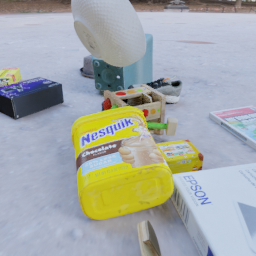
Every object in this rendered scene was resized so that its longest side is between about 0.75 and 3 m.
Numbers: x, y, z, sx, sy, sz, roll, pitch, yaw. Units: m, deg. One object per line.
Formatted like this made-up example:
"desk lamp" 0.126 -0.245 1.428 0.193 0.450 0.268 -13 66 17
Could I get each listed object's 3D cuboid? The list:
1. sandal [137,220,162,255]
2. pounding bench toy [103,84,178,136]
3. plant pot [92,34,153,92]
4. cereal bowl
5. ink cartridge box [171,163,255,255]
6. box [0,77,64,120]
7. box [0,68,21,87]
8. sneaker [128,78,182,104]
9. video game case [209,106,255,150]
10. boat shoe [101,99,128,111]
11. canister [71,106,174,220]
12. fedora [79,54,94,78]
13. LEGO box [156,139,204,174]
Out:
"sandal" 0.150 2.009 3.702 0.596 0.665 1.813 -26 19 8
"pounding bench toy" 0.245 -0.271 7.358 1.430 1.139 1.834 -13 30 -24
"plant pot" -0.337 -2.330 10.593 2.031 2.037 2.075 11 35 20
"cereal bowl" -0.616 -2.339 6.658 0.912 2.191 2.191 -41 41 -14
"ink cartridge box" 2.420 1.545 4.418 2.831 0.575 2.825 -6 28 -11
"box" -3.332 -1.062 9.379 1.338 0.748 1.896 23 34 32
"box" -4.901 -1.902 11.238 0.763 0.508 2.027 -2 27 -4
"sneaker" 0.923 -1.330 9.338 2.069 0.820 0.765 -4 41 -30
"video game case" 3.657 -0.040 7.935 1.668 0.204 2.333 -9 29 -17
"boat shoe" -0.105 -0.807 8.955 0.799 0.685 2.185 14 29 26
"canister" -0.228 0.575 5.706 1.759 1.025 2.368 -13 30 -6
"fedora" -1.320 -2.924 12.844 1.953 0.882 1.727 21 34 35
"LEGO box" 1.039 0.663 6.326 1.054 0.407 0.785 -7 28 -13
